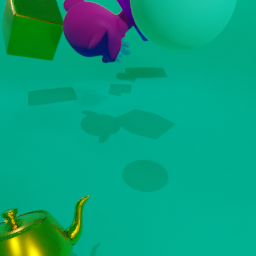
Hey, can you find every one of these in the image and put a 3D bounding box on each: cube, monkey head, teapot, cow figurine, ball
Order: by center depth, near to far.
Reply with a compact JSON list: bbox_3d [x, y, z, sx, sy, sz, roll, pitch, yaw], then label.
[{"bbox_3d":[-0.871,0.986,2.386,1.315,0.644,0.818,-18,3,-22],"label":"teapot"},{"bbox_3d":[0.507,-1.221,2.629,0.972,0.972,0.972,0,28,0],"label":"ball"},{"bbox_3d":[0.605,-2.322,4.837,1.082,1.082,1.082,-48,28,-16],"label":"cube"},{"bbox_3d":[-0.532,-2.000,5.345,1.166,1.392,1.934,29,22,-46],"label":"monkey head"},{"bbox_3d":[-2.597,-2.773,7.575,1.254,1.254,1.254,0,53,-34],"label":"cube"},{"bbox_3d":[-0.394,-2.566,8.902,1.019,0.569,1.036,26,60,29],"label":"cow figurine"}]
